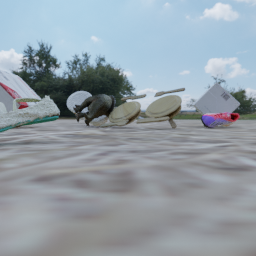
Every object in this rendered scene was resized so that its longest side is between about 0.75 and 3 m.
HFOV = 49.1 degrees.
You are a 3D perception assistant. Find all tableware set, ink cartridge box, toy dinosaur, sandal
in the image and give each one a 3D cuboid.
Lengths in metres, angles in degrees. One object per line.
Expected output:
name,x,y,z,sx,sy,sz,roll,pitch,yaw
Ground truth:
tableware set,0.495,-0.410,8.167,2.393,0.480,1.582,-5,35,36
ink cartridge box,-3.697,-0.928,8.708,0.953,1.688,2.300,-45,-2,3
toy dinosaur,-1.018,-0.715,9.097,1.379,1.038,2.697,-30,-9,3
sandal,-1.647,-0.665,11.068,1.084,0.655,2.664,-27,40,-18

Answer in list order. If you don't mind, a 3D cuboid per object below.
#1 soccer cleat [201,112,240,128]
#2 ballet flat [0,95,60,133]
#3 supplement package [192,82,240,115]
soccer cleat,2.649,-0.280,8.062,1.360,0.464,0.498,-1,-23,-36
ballet flat,-1.351,-0.148,3.296,0.408,0.408,1.137,2,15,44
supplement package,2.922,-0.794,9.489,1.035,1.027,1.363,45,10,4
